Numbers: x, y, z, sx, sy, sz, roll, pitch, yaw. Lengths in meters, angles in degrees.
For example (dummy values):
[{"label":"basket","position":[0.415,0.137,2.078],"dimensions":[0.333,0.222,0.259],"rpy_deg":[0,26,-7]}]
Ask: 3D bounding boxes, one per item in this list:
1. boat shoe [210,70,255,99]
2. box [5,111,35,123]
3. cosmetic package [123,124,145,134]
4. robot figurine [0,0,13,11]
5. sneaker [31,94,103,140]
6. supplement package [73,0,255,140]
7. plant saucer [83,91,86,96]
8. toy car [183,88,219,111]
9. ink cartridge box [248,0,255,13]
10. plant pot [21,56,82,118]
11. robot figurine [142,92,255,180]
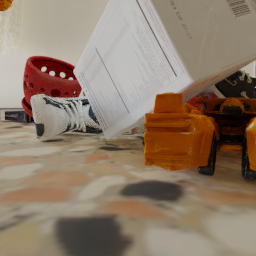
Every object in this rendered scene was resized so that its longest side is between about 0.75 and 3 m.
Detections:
[{"label":"boat shoe","position":[2.196,-0.711,5.394],"dimensions":[0.693,2.297,0.848],"rpy_deg":[-37,18,33]},{"label":"box","position":[-3.574,-0.527,11.768],"dimensions":[1.785,0.451,2.496],"rpy_deg":[5,8,41]},{"label":"cosmetic package","position":[0.187,-0.378,7.574],"dimensions":[1.068,0.901,2.065],"rpy_deg":[3,6,33]},{"label":"robot figurine","position":[-2.202,-3.077,5.650],"dimensions":[1.771,0.711,2.443],"rpy_deg":[12,42,20]},{"label":"sneaker","position":[-1.145,-0.295,6.173],"dimensions":[1.565,0.960,2.405],"rpy_deg":[-9,-4,-6]},{"label":"supplement package","position":[0.421,-1.103,4.694],"dimensions":[1.599,1.660,2.919],"rpy_deg":[-25,-3,-28]},{"label":"plant saucer","position":[-2.131,-1.636,18.032],"dimensions":[0.388,2.189,2.189],"rpy_deg":[-42,-15,25]},{"label":"toy car","position":[1.878,-0.981,6.849],"dimensions":[2.056,2.231,1.973],"rpy_deg":[6,8,44]},{"label":"ink cartridge box","position":[2.399,-2.920,7.498],"dimensions":[2.141,2.901,1.242],"rpy_deg":[23,38,-24]},{"label":"plant pot","position":[-2.862,-1.388,10.356],"dimensions":[2.126,1.936,2.126],"rpy_deg":[21,25,-10]},{"label":"robot figurine","position":[1.348,-0.008,3.598],"dimensions":[2.163,0.869,2.984],"rpy_deg":[3,6,20]}]
